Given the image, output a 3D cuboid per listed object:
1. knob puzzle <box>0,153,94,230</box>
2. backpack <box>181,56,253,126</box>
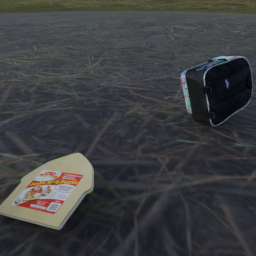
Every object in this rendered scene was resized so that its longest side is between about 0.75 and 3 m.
[{"bbox_3d":[-1.383,1.137,5.455,1.934,0.268,1.934,-14,31,8],"label":"knob puzzle"},{"bbox_3d":[2.744,-1.223,8.523,2.092,1.857,1.575,-26,24,-19],"label":"backpack"}]
